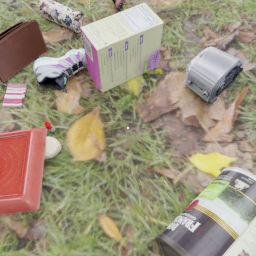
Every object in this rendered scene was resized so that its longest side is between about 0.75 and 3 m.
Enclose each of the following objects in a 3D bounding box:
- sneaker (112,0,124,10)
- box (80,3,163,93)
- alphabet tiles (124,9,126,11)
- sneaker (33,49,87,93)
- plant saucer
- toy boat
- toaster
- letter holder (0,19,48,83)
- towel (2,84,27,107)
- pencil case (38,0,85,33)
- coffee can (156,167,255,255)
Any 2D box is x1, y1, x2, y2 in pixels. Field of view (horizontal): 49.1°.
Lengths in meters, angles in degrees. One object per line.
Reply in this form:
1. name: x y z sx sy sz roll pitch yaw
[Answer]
1. sneaker: -0.537 -6.356 13.925 0.681 0.493 1.395 6 59 3
2. box: -0.216 -3.085 10.972 2.754 2.423 1.332 -27 64 -14
3. alphabet tiles: -0.073 -5.326 13.610 0.870 0.039 1.041 31 65 15
4. sneaker: -2.445 -2.153 11.264 2.531 0.984 1.770 -16 57 -3
5. plant saucer: -4.290 1.341 9.283 2.954 0.542 2.949 -8 61 9
6. toy boat: -2.907 0.468 10.096 1.161 0.642 1.381 2 68 6
7. toaster: 3.364 -2.204 11.103 1.554 1.367 2.405 38 64 21
8. letter holder: -4.863 -3.448 11.555 1.260 1.780 2.505 35 67 18
9. towel: -4.577 -1.334 11.324 0.804 0.127 1.116 0 61 1
10. pencil case: -3.125 -5.329 13.047 2.299 1.028 0.894 30 65 16
11. coffee can: 2.577 2.860 7.787 2.985 2.184 2.184 -38 67 -20
